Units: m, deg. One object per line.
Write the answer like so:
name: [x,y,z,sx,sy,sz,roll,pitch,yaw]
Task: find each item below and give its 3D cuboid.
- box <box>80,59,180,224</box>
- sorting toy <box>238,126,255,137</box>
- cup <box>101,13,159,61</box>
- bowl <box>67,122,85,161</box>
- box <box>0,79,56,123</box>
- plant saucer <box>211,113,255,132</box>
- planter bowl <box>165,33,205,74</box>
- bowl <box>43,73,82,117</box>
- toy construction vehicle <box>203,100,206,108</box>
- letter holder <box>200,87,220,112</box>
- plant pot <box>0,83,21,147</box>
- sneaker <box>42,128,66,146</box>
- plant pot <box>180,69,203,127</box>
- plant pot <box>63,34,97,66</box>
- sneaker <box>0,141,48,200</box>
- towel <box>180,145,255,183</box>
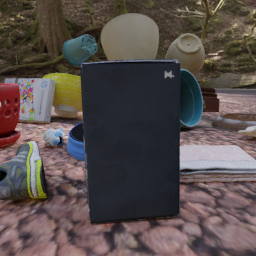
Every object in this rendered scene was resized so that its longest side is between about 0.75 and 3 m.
box: [-0.064,0.034,5.073,1.470,2.372,2.332,-3,11,-9]
sorting toy: [4.545,0.088,9.559,1.296,0.769,1.439,-1,8,44]
cup: [0.186,-3.350,12.472,2.679,1.916,2.679,-6,-24,-3]
bowl: [-0.493,0.191,8.060,2.562,0.503,2.562,-5,20,2]
box: [-4.741,-1.297,13.136,2.568,2.002,0.529,4,-8,18]
plant saucer: [5.100,-0.271,11.995,2.926,0.469,2.926,0,12,0]
planter bowl: [2.768,-3.595,13.159,1.866,1.866,1.256,0,-26,0]
bowl: [-3.027,-1.453,14.306,2.917,1.570,2.917,6,-15,2]
toy construction vehicle: [3.570,-1.114,15.736,1.550,0.546,1.350,-21,12,13]
letter holder: [4.461,-1.773,17.197,2.061,1.465,1.036,0,11,0]
plant pot: [-4.427,-0.409,8.681,2.103,1.915,2.103,1,10,0]
sneaker: [-2.248,0.329,8.852,0.570,0.575,1.586,-41,1,1]
plant pot: [1.609,-1.082,11.861,2.190,2.331,2.331,-9,1,45]
plant pot: [-2.211,-3.780,13.337,1.298,1.298,1.272,-10,0,-44]
sneaker: [-2.151,0.791,5.510,0.872,0.796,2.155,-8,11,-22]
towel: [1.953,0.773,6.684,2.149,0.346,2.052,0,10,-4]
